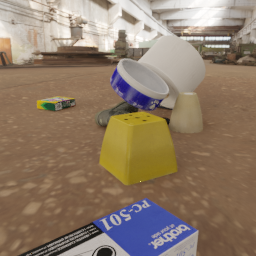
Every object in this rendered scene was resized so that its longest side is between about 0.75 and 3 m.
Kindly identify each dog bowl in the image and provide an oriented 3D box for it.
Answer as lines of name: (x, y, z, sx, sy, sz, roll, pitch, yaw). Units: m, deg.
dog bowl: (0.412, -1.562, 10.041, 2.041, 0.804, 2.041, 26, 30, -16)

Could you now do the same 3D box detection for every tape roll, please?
tape roll: (1.707, -2.326, 11.861, 1.768, 2.575, 2.575, -47, 36, -16)

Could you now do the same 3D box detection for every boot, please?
boot: (0.188, -0.351, 10.216, 2.221, 0.886, 2.442, -28, 22, -31)

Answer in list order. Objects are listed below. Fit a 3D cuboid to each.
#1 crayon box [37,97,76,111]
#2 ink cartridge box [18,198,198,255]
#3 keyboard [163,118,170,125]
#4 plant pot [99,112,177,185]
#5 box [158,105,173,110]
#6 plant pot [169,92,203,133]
crayon box: (-3.590, -1.234, 14.045, 1.247, 0.421, 1.445, 8, 18, 30)
ink cartridge box: (-0.282, 1.744, 3.656, 2.389, 0.528, 1.123, -12, 21, -37)
keyboard: (1.516, -0.291, 11.427, 0.563, 0.091, 0.886, -4, 16, -12)
plant pot: (0.236, 0.372, 6.953, 1.498, 1.322, 1.498, -10, 20, -29)
box: (1.873, -1.599, 14.306, 1.843, 0.962, 1.364, 14, 20, 38)
plant pot: (2.168, -0.622, 10.321, 1.257, 1.342, 1.257, 0, 16, 0)
